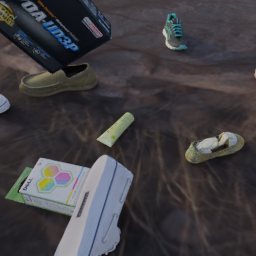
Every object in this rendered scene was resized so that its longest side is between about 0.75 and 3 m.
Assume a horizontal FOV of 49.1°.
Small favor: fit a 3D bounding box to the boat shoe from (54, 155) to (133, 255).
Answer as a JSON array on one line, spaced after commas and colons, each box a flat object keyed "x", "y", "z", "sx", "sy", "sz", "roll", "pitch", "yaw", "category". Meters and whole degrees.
[{"x": -0.580, "y": 1.947, "z": 5.339, "sx": 0.948, "sy": 1.067, "sz": 2.900, "roll": 32, "pitch": 62, "yaw": -21, "category": "boat shoe"}]

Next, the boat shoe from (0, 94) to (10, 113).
[{"x": -4.761, "y": -1.097, "z": 8.573, "sx": 2.460, "sy": 0.804, "sz": 0.905, "roll": 16, "pitch": 47, "yaw": 16, "category": "boat shoe"}]

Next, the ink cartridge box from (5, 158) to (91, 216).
[{"x": -1.768, "y": 1.278, "z": 6.350, "sx": 1.876, "sy": 0.556, "sz": 0.974, "roll": 11, "pitch": 46, "yaw": 11, "category": "ink cartridge box"}]

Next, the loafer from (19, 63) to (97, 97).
[{"x": -2.280, "y": -1.671, "z": 9.125, "sx": 2.505, "sy": 0.845, "sz": 0.953, "roll": -10, "pitch": 46, "yaw": -10, "category": "loafer"}]

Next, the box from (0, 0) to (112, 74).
[{"x": -1.890, "y": -2.554, "z": 6.322, "sx": 2.012, "sy": 2.531, "sz": 0.582, "roll": -23, "pitch": 50, "yaw": 24, "category": "box"}]

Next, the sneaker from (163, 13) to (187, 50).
[{"x": 1.886, "y": -3.931, "z": 11.346, "sx": 0.806, "sy": 0.948, "sz": 2.079, "roll": -8, "pitch": 46, "yaw": -8, "category": "sneaker"}]

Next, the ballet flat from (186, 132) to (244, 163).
[{"x": 2.315, "y": 0.415, "z": 7.205, "sx": 1.790, "sy": 0.633, "sz": 0.633, "roll": -16, "pitch": 47, "yaw": -16, "category": "ballet flat"}]

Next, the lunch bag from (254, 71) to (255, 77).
[{"x": 4.907, "y": -1.772, "z": 9.561, "sx": 0.935, "sy": 0.435, "sz": 1.062, "roll": -28, "pitch": 50, "yaw": -19, "category": "lunch bag"}]

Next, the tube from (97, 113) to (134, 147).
[{"x": -0.292, "y": 0.038, "z": 7.805, "sx": 1.231, "sy": 0.320, "sz": 0.357, "roll": -46, "pitch": 18, "yaw": -32, "category": "tube"}]
